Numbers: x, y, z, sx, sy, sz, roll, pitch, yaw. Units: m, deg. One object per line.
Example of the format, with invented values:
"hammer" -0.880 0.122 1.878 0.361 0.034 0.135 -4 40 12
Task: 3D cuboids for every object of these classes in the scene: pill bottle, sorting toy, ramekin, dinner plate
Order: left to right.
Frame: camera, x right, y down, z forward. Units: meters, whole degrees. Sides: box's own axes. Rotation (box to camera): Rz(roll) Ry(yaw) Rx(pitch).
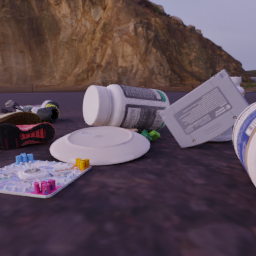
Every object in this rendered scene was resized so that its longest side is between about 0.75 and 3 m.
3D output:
"dinner plate" -0.610 0.280 6.228 2.204 0.267 2.204 -1 16 0
"sorting toy" -0.265 0.238 7.200 2.086 0.307 1.542 0 7 15
"pill bottle" -0.042 -0.593 8.379 2.358 1.333 1.333 3 6 -31
"ramekin" 2.171 -0.125 7.857 1.533 0.747 1.533 2 9 0
"pill bottle" 3.872 -1.041 10.625 0.977 1.744 0.977 0 9 0
"pill bottle" 2.285 0.219 4.162 1.294 1.294 2.331 2 9 14

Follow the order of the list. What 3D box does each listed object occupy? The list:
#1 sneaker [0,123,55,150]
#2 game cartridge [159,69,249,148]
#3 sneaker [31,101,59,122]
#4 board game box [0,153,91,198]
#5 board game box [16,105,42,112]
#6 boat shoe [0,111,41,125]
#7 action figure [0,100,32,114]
"sneaker" -2.690 0.223 6.940 1.659 0.612 0.720 -2 -5 -36
"game cartridge" 1.736 -0.332 6.372 1.777 1.185 0.360 -34 -5 28
"sneaker" -3.154 -0.586 11.414 0.886 0.779 2.093 7 19 6
"board game box" -1.554 0.710 4.591 1.468 0.190 1.468 3 9 16
"board game box" -4.624 -0.881 13.800 1.421 0.457 1.048 -7 12 -38
"boat shoe" -3.285 -0.036 7.236 0.745 0.830 2.244 12 14 30
"action figure" -3.677 -0.317 8.907 1.569 0.932 0.801 0 -26 42
